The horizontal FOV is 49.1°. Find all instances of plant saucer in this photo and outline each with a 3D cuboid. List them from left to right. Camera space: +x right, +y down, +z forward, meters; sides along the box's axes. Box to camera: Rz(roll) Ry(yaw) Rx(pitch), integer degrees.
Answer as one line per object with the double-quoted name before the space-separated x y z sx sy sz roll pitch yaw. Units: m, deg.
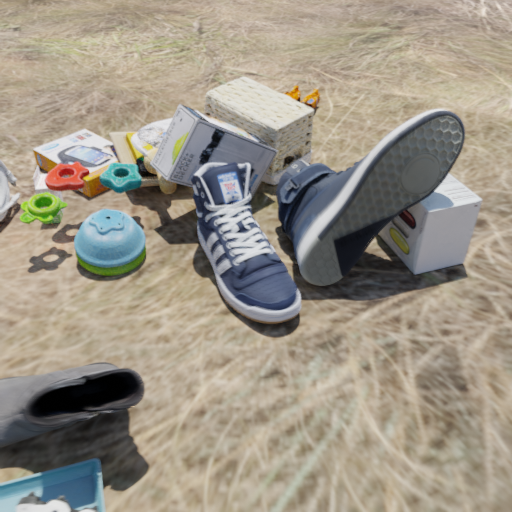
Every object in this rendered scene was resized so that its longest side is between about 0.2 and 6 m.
"plant saucer" -3.131 3.067 6.033 2.957 0.281 1.034 -10 40 -15

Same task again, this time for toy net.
"toy net" -2.513 -1.506 10.994 2.243 0.826 4.276 19 46 11

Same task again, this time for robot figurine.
"robot figurine" 0.993 -4.049 15.082 1.246 0.500 1.718 17 41 23

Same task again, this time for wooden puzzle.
"wooden puzzle" -2.087 -2.259 12.408 1.914 0.385 2.069 -9 46 -26

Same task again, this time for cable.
"cable" -5.417 -1.380 10.417 0.680 1.965 1.965 -10 36 13

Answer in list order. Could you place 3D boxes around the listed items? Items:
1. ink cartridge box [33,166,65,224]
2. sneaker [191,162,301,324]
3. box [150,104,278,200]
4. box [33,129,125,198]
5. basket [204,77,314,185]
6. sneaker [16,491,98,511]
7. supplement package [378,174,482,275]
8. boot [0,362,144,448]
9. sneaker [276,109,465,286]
"ink cartridge box" -4.053 -1.211 10.982 0.341 1.012 0.593 -5 38 -6
"sneaker" -0.254 -0.401 9.304 1.126 1.743 3.212 -16 39 -20
"box" -0.772 -1.906 10.849 2.240 1.306 0.673 11 26 -48
"box" -3.905 -2.196 12.701 2.407 0.499 1.433 30 47 30
"basket" 0.040 -2.876 12.605 2.290 1.413 1.552 33 49 25
"sneaker" -0.956 3.282 5.223 3.150 1.047 1.425 10 52 4
"supplement package" 3.001 -0.702 10.014 1.062 1.381 1.445 -12 39 -15
"boot" -2.640 1.756 6.567 2.467 0.861 1.624 -19 -3 -21
"sneaker" 1.725 -1.431 9.791 1.319 3.469 2.507 37 17 -27
